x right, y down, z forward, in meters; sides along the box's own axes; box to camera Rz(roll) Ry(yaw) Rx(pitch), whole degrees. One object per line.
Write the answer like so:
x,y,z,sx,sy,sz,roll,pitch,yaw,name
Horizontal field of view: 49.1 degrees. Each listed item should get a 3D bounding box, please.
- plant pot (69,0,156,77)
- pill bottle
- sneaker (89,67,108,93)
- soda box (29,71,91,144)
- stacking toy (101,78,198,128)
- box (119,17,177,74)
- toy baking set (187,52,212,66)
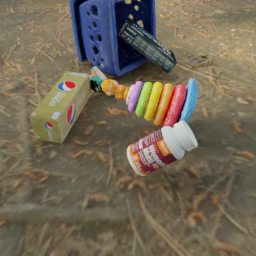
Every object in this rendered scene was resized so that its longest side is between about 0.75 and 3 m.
-0.665,-4.091,11.489,2.607,2.900,2.900,20,40,32,plant pot
0.793,0.468,6.565,1.502,0.823,0.823,-30,35,20,pill bottle
-1.217,-1.783,10.357,0.673,0.601,1.684,-36,31,-3,sneaker
-2.011,-0.751,8.868,0.855,0.905,2.672,9,41,11,soda box
0.497,-0.817,8.056,2.665,1.463,1.547,17,55,1,stacking toy
0.786,-3.284,11.009,2.412,0.555,1.917,35,24,-13,box
3.117,-2.952,12.180,1.090,0.165,1.420,4,39,9,toy baking set
